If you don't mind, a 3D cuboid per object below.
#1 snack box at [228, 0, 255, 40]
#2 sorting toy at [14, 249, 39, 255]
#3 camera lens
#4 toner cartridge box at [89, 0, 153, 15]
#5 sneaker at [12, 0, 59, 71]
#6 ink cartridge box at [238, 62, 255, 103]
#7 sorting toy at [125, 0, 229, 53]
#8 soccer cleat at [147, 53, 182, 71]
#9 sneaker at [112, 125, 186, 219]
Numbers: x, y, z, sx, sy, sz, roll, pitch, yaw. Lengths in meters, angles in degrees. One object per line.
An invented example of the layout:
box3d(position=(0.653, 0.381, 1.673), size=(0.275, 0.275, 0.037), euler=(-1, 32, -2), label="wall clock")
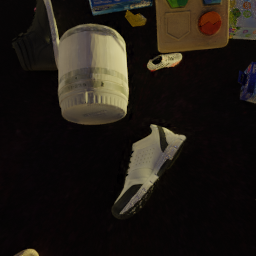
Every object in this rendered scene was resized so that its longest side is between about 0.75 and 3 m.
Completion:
box3d(position=(3.825, -3.743, 9.031), size=(1.995, 0.675, 1.683), euler=(3, 72, 1), label="snack box")
box3d(position=(-2.877, 4.707, 6.298), size=(2.669, 0.526, 2.884), euler=(-28, 68, -9), label="sorting toy")
box3d(position=(-0.949, -1.449, 7.675), size=(1.866, 1.866, 2.333), euler=(-4, 73, -1), label="camera lens")
box3d(position=(-0.270, -4.428, 9.293), size=(2.041, 0.441, 0.969), euler=(-13, 75, -7), label="toner cartridge box")
box3d(position=(-2.904, -3.011, 8.615), size=(1.411, 1.006, 2.844), euler=(-11, 76, -7), label="sneaker")
box3d(position=(4.003, -1.270, 8.305), size=(1.550, 0.592, 1.057), euler=(15, 73, 7), label="ink cartridge box")
box3d(position=(1.254, -2.984, 7.154), size=(2.753, 0.369, 2.051), euler=(-6, 113, -2), label="sorting toy")
box3d(position=(1.142, -2.080, 8.602), size=(1.143, 0.487, 0.392), euler=(-18, 74, -5), label="soccer cleat")
box3d(position=(0.376, 1.084, 7.338), size=(1.126, 1.038, 2.816), euler=(32, 62, 15), label="sneaker")
